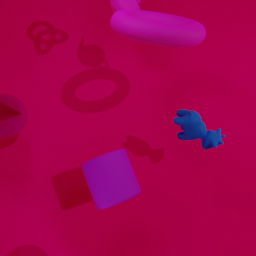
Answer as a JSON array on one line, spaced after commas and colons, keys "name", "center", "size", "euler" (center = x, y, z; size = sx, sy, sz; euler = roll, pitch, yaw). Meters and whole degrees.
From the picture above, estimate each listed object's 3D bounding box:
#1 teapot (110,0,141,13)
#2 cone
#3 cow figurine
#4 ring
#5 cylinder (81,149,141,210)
[{"name": "teapot", "center": [-0.030, -3.164, 7.268], "size": [0.715, 0.908, 1.461], "euler": [-32, 100, 0]}, {"name": "cone", "center": [-2.792, -0.322, 6.794], "size": [1.097, 1.102, 1.097], "euler": [0, 89, -40]}, {"name": "cow figurine", "center": [1.653, 0.035, 6.465], "size": [1.054, 1.071, 0.588], "euler": [4, 48, 30]}, {"name": "ring", "center": [0.640, -2.158, 5.991], "size": [2.038, 2.038, 0.408], "euler": [10, 119, 3]}, {"name": "cylinder", "center": [-0.368, 1.096, 6.054], "size": [1.014, 1.014, 1.014], "euler": [-21, 82, -6]}]
